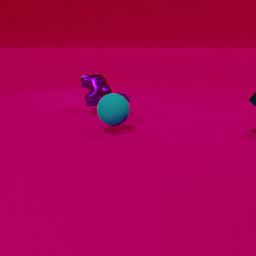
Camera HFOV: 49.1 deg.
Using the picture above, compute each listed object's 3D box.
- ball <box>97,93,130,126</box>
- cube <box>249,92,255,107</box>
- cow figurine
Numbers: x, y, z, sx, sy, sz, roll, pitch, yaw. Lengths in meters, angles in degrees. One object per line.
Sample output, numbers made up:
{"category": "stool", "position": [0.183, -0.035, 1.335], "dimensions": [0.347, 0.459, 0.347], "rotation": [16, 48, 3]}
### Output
{"category": "ball", "position": [-0.358, -0.447, 6.873], "dimensions": [0.797, 0.797, 0.797], "rotation": [0, 17, 0]}
{"category": "cube", "position": [3.648, -0.581, 6.413], "dimensions": [1.028, 1.028, 1.028], "rotation": [20, 27, -47]}
{"category": "cow figurine", "position": [-0.669, -1.093, 8.631], "dimensions": [1.387, 1.410, 0.774], "rotation": [-14, -16, -8]}
